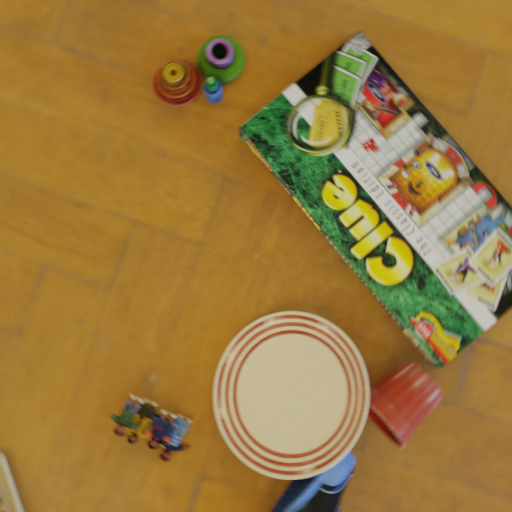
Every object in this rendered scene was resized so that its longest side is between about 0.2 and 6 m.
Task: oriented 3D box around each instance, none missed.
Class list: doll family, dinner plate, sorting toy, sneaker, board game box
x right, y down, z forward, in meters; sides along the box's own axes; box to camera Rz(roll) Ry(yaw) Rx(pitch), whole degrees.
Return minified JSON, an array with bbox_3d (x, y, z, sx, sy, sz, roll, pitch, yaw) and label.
[{"bbox_3d":[-1.817,3.037,9.746,1.474,0.579,0.852,26,82,-1],"label":"doll family"},{"bbox_3d":[0.562,2.319,9.526,2.754,0.334,2.754,-6,73,21],"label":"dinner plate"},{"bbox_3d":[-5.054,4.644,9.660,2.019,0.488,3.586,-21,87,-1],"label":"sorting toy"},{"bbox_3d":[0.850,4.653,9.408,1.225,1.103,3.144,37,94,2],"label":"sneaker"},{"bbox_3d":[-0.988,-3.341,10.068,1.826,0.750,1.097,-33,87,-3],"label":"sorting toy"},{"bbox_3d":[2.492,-1.020,10.001,2.881,0.645,5.500,-40,87,-1],"label":"board game box"}]

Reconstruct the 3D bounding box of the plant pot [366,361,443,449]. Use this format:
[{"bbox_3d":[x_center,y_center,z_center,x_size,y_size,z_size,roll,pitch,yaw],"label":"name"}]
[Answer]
[{"bbox_3d":[2.490,2.473,9.566,1.109,1.140,1.140,-39,87,-11],"label":"plant pot"}]
